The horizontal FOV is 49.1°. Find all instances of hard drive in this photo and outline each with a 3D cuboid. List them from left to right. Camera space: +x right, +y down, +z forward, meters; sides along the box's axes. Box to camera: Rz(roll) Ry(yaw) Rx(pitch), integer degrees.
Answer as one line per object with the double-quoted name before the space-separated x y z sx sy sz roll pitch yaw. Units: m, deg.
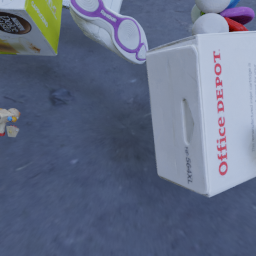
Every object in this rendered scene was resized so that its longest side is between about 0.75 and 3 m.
"hard drive" -1.565 -4.876 9.299 2.950 1.946 0.394 15 1 -1

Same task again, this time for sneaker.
"sneaker" -0.420 -2.234 6.391 2.125 1.058 0.796 39 78 -11

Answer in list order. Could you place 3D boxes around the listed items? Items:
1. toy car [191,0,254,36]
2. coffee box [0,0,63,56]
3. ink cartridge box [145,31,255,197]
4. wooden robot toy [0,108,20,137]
"toy car" 2.381 -2.657 7.106 1.529 2.039 1.785 4 -1 9
"coffee box" -3.101 -3.425 7.134 2.313 2.335 2.339 3 80 3
"ink cartridge box" 1.895 -0.425 4.753 2.979 2.174 1.256 -12 11 -28
"wooden robot toy" -1.982 -0.168 4.530 0.983 0.433 0.446 30 27 22
